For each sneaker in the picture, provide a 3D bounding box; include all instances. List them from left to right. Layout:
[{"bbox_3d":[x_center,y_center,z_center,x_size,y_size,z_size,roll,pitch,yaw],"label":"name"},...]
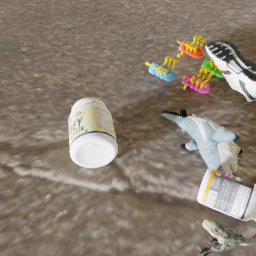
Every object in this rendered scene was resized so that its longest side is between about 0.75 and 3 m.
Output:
[{"bbox_3d":[2.975,-1.649,8.015,0.852,0.925,2.311,-24,57,-14],"label":"sneaker"}]

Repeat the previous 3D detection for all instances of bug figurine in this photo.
[{"bbox_3d":[1.947,-1.941,8.819,2.086,0.692,2.690,34,52,21],"label":"bug figurine"}]

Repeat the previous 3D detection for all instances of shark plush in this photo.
[{"bbox_3d":[1.643,0.188,6.656,2.339,1.062,0.974,42,90,23],"label":"shark plush"}]

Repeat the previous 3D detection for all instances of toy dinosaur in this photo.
[{"bbox_3d":[1.684,1.948,4.858,1.809,0.797,0.429,25,38,-42],"label":"toy dinosaur"}]

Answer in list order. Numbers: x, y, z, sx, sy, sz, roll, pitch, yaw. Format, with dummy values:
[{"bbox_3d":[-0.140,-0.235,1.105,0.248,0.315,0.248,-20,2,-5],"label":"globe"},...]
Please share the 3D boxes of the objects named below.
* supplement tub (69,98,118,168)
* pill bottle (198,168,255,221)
[{"bbox_3d":[-0.849,0.080,6.591,1.058,1.058,1.459,-7,45,-7],"label":"supplement tub"},{"bbox_3d":[2.089,1.341,5.465,1.300,0.757,0.757,19,48,21],"label":"pill bottle"}]
